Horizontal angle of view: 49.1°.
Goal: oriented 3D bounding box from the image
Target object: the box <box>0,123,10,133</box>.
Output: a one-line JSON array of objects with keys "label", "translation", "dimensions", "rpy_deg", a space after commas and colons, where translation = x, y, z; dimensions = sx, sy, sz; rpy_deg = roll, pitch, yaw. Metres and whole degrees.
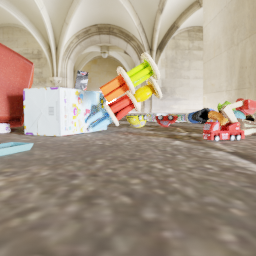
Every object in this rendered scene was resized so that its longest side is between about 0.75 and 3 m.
[{"label": "box", "translation": [-4.268, 0.034, 8.317], "dimensions": [0.304, 0.284, 1.468], "rpy_deg": [3, 5, 38]}]

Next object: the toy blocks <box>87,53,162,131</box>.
[{"label": "toy blocks", "translation": [-0.236, -0.866, 7.967], "dimensions": [2.327, 0.845, 1.939], "rpy_deg": [-33, -24, -4]}]

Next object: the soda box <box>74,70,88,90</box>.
[{"label": "soda box", "translation": [-2.114, -1.798, 12.467], "dimensions": [0.508, 1.437, 0.455], "rpy_deg": [9, 35, -11]}]

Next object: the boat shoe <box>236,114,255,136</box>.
[{"label": "boat shoe", "translation": [3.569, -0.101, 8.051], "dimensions": [1.594, 0.590, 0.589], "rpy_deg": [-3, 5, -39]}]

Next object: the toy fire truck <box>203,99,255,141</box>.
[{"label": "toy fire truck", "translation": [2.433, -0.196, 6.666], "dimensions": [1.385, 0.977, 0.338], "rpy_deg": [-1, 3, -21]}]

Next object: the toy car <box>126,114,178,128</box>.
[{"label": "toy car", "translation": [0.687, -0.311, 11.779], "dimensions": [2.265, 0.505, 2.131], "rpy_deg": [-1, 4, -24]}]

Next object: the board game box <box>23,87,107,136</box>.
[{"label": "board game box", "translation": [-1.825, -0.515, 8.712], "dimensions": [1.301, 1.324, 2.525], "rpy_deg": [1, 4, 25]}]

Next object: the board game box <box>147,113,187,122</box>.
[{"label": "board game box", "translation": [2.693, -0.625, 16.261], "dimensions": [2.817, 0.482, 1.894], "rpy_deg": [-1, 4, -13]}]

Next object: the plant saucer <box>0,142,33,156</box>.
[{"label": "plant saucer", "translation": [-2.230, 0.380, 4.536], "dimensions": [0.523, 0.142, 1.497], "rpy_deg": [1, 3, 21]}]

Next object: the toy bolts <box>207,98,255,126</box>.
[{"label": "toy bolts", "translation": [3.563, -0.184, 9.508], "dimensions": [1.487, 1.080, 1.557], "rpy_deg": [40, -9, -3]}]

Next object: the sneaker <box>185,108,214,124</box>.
[{"label": "sneaker", "translation": [4.009, -0.643, 14.220], "dimensions": [2.008, 0.771, 1.117], "rpy_deg": [-7, 1, -29]}]

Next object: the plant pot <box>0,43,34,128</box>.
[{"label": "plant pot", "translation": [-4.689, -1.357, 9.463], "dimensions": [2.593, 2.940, 2.943], "rpy_deg": [12, -10, -17]}]
